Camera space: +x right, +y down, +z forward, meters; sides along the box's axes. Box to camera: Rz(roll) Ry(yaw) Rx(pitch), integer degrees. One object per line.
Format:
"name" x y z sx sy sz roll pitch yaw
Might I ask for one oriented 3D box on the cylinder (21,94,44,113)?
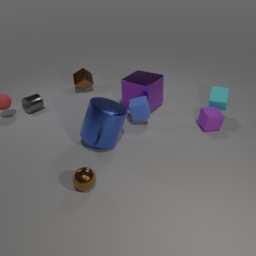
"cylinder" -4.247 -1.101 12.470 0.700 0.700 0.700 24 37 32

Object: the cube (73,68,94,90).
"cube" -2.233 -2.430 13.978 0.700 0.700 0.700 -26 63 25

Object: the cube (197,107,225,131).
"cube" 3.310 -0.362 11.208 0.700 0.700 0.700 -3 39 -14

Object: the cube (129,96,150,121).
"cube" 0.476 -0.791 11.410 0.700 0.700 0.700 -11 32 14

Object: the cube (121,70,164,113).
"cube" 0.668 -1.649 12.656 1.400 1.400 1.400 17 36 30

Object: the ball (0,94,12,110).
"ball" -5.243 -1.090 11.711 0.700 0.700 0.700 0 32 0

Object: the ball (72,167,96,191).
"ball" -1.299 1.513 8.341 0.700 0.700 0.700 0 32 0

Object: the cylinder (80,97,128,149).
"cylinder" -0.884 -0.199 10.086 1.400 1.400 1.400 18 23 -8

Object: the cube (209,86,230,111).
"cube" 3.756 -1.215 11.570 0.700 0.700 0.700 11 70 20
